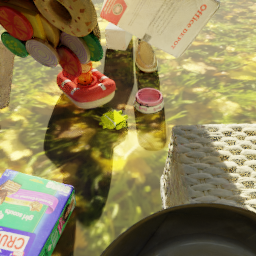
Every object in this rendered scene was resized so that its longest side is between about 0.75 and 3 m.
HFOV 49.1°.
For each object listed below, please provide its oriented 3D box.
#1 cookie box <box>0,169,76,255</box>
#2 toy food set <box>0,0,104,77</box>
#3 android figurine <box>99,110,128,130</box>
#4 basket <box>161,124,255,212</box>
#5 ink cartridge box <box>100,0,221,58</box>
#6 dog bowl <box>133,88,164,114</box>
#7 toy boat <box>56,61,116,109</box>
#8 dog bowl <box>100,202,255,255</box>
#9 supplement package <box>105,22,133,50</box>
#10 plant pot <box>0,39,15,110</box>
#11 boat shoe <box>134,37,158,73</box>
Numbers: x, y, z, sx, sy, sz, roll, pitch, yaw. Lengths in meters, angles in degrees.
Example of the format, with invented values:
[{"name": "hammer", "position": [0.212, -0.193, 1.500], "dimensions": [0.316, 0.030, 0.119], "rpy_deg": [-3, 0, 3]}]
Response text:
[{"name": "cookie box", "position": [-2.082, 1.843, 5.317], "dimensions": [1.584, 0.696, 1.851], "rpy_deg": [12, 45, 11]}, {"name": "toy food set", "position": [-1.436, -1.800, 4.815], "dimensions": [2.235, 2.212, 0.544], "rpy_deg": [20, 62, 11]}, {"name": "android figurine", "position": [-0.422, -0.227, 7.963], "dimensions": [0.828, 0.170, 0.754], "rpy_deg": [-29, 50, -29]}, {"name": "basket", "position": [1.927, 1.304, 5.050], "dimensions": [2.372, 1.908, 2.351], "rpy_deg": [0, 42, -2]}, {"name": "ink cartridge box", "position": [0.670, -2.697, 6.059], "dimensions": [2.085, 1.518, 0.884], "rpy_deg": [24, 42, -18]}, {"name": "dog bowl", "position": [0.638, -0.855, 8.512], "dimensions": [0.949, 0.350, 0.949], "rpy_deg": [0, 43, 0]}, {"name": "toy boat", "position": [-1.301, -1.565, 8.522], "dimensions": [1.364, 1.366, 2.090], "rpy_deg": [-30, 50, -28]}, {"name": "dog bowl", "position": [0.870, 2.256, 3.192], "dimensions": [2.876, 0.843, 2.876], "rpy_deg": [-1, 84, 6]}, {"name": "supplement package", "position": [-0.343, -3.899, 11.448], "dimensions": [0.851, 0.841, 1.404], "rpy_deg": [8, 43, 9]}, {"name": "plant pot", "position": [-4.694, -1.707, 7.644], "dimensions": [2.444, 2.761, 2.758], "rpy_deg": [-4, 30, -44]}, {"name": "boat shoe", "position": [0.600, -2.879, 10.340], "dimensions": [0.788, 0.837, 2.198], "rpy_deg": [-8, 43, -9]}]
